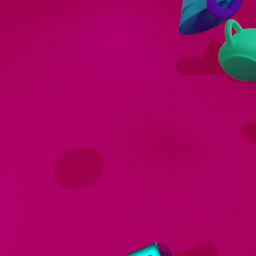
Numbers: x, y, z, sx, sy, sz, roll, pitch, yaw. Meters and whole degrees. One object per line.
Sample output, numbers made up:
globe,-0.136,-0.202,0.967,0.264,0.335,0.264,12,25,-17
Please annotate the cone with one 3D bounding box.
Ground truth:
cone,1.947,-3.718,7.627,1.678,1.678,1.684,-16,85,-10

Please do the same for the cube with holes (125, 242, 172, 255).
cube with holes,0.191,2.274,3.726,1.053,1.053,1.053,-25,61,5

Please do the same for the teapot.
teapot,2.122,-1.263,4.828,1.528,0.950,0.748,35,75,-29

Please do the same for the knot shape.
knot shape,2.355,-3.219,6.393,0.696,1.410,1.507,30,32,18
